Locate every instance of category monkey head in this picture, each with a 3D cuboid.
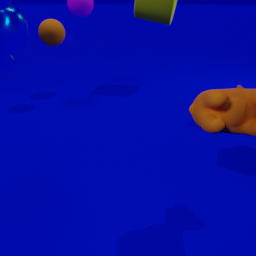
[{"bbox_3d":[-2.314,-1.765,4.882,1.048,1.457,0.878,-9,52,-25],"label":"monkey head"}]

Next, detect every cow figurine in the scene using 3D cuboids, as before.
[{"bbox_3d":[1.325,-0.227,3.555,1.215,0.667,1.195,1,8,-6],"label":"cow figurine"}]

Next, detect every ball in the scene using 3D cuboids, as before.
[{"bbox_3d":[-1.458,-3.830,8.606,0.794,0.794,0.794,0,26,0],"label":"ball"},{"bbox_3d":[-2.109,-2.641,7.763,0.718,0.718,0.718,0,26,0],"label":"ball"}]

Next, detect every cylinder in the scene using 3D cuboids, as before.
[{"bbox_3d":[0.932,-4.109,9.132,1.218,1.218,1.218,15,28,7],"label":"cylinder"}]
